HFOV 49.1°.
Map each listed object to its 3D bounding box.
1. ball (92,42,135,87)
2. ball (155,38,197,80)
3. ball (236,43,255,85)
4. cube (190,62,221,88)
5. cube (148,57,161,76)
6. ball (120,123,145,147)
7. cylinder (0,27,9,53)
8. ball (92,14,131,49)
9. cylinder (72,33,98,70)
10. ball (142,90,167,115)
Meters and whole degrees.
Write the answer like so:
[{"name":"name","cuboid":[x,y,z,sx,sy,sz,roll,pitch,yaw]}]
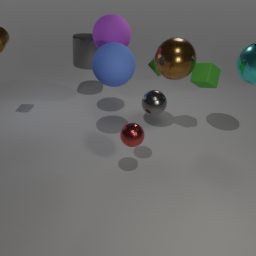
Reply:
[{"name":"ball","cuboid":[-0.458,-2.035,9.040,1.400,1.400,1.400,0,31,0]},{"name":"ball","cuboid":[1.601,-2.326,9.472,1.400,1.400,1.400,0,31,0]},{"name":"ball","cuboid":[4.349,-2.129,9.306,1.400,1.400,1.400,0,31,0]},{"name":"cube","cuboid":[2.717,-1.838,9.807,0.700,0.700,0.700,11,-5,46]},{"name":"cube","cuboid":[1.408,-2.694,11.638,0.700,0.700,0.700,-51,18,-23]},{"name":"ball","cuboid":[0.124,0.200,8.008,0.700,0.700,0.700,0,31,0]},{"name":"cylinder","cuboid":[-4.642,-3.104,9.856,0.700,0.700,0.700,2,50,4]},{"name":"ball","cuboid":[-0.588,-3.386,10.178,1.400,1.400,1.400,0,31,0]},{"name":"cylinder","cuboid":[-1.919,-3.657,13.319,1.400,1.400,1.400,4,29,-2]},{"name":"ball","cuboid":[0.726,-0.697,7.754,0.700,0.700,0.700,0,31,0]}]
